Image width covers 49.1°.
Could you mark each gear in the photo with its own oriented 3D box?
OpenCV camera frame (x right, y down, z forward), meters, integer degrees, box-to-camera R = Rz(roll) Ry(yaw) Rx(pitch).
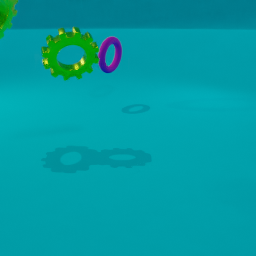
[{"bbox_3d":[-1.269,-1.615,6.229,1.250,1.250,0.231,-8,51,-19],"label":"gear"},{"bbox_3d":[-2.905,-2.470,6.030,0.248,1.342,1.342,31,25,0],"label":"gear"}]

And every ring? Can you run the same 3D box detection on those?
[{"bbox_3d":[-0.616,-2.557,9.847,0.256,1.278,1.278,21,29,26],"label":"ring"}]
